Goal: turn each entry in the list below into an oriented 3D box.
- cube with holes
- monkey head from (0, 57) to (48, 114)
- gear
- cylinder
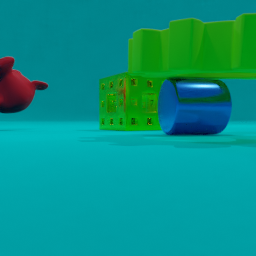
[{"bbox_3d":[0.118,-0.475,5.512,1.024,1.024,1.024,-1,2,-33],"label":"cube with holes"},{"bbox_3d":[-2.164,-0.763,5.225,1.389,0.837,0.999,-42,-2,-40],"label":"monkey head"},{"bbox_3d":[1.050,-0.748,2.986,2.069,0.383,2.069,1,8,0],"label":"gear"},{"bbox_3d":[0.823,-0.271,3.588,0.709,0.709,0.709,0,1,-12],"label":"cylinder"}]
